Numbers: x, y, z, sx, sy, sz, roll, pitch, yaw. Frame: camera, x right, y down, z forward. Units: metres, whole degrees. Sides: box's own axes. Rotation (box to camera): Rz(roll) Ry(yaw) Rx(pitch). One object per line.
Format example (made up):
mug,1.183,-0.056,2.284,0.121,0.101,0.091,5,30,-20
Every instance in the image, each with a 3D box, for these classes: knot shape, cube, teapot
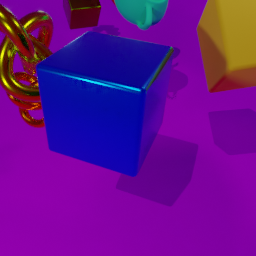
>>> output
knot shape,-1.761,-1.409,4.631,0.794,1.609,1.719,-15,55,15
cube,-0.242,-0.382,3.799,1.307,1.307,1.307,15,39,14
cube,1.873,-1.357,4.293,1.234,1.234,1.234,-9,82,2
cube,-1.400,-3.648,8.407,0.900,0.900,0.900,-14,76,-18
teapot,0.355,-2.953,6.081,1.235,0.972,1.986,9,68,-23
knot shape,-1.771,-0.668,5.685,1.111,1.188,0.549,-29,25,-14

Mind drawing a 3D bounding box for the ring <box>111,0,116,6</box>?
ring,0.185,-3.855,7.305,1.653,1.653,0.331,-20,31,-19
